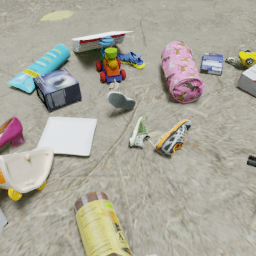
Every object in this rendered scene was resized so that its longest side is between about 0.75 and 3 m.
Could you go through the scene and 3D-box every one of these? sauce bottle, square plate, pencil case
[{"bbox_3d":[-0.373,2.675,5.804,0.918,0.918,2.837,-15,48,-16],"label":"sauce bottle"},{"bbox_3d":[-1.875,0.270,8.791,1.622,0.231,1.606,3,44,3],"label":"square plate"},{"bbox_3d":[2.043,-2.189,10.712,1.202,1.256,2.903,30,36,-27],"label":"pencil case"}]

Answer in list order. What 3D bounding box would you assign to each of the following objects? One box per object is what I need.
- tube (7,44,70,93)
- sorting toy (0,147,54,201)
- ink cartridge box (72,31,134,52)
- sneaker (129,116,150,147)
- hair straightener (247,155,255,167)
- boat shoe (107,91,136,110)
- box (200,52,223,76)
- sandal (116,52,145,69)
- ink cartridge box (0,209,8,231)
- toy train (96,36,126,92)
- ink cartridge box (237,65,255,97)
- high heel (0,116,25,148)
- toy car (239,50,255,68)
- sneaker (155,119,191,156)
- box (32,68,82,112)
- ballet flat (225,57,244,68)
[{"bbox_3d":[-3.474,-2.418,11.387,1.098,0.715,2.836,20,52,21],"label":"tube"},{"bbox_3d":[-3.254,1.099,7.170,1.871,1.110,2.078,0,1,16],"label":"sorting toy"},{"bbox_3d":[-1.130,-3.710,12.050,2.105,0.655,2.616,-17,24,-17],"label":"ink cartridge box"},{"bbox_3d":[0.456,0.158,8.812,0.567,0.492,1.279,21,53,7],"label":"sneaker"},{"bbox_3d":[3.931,1.177,7.881,1.174,0.240,0.452,26,50,19],"label":"hair straightener"},{"bbox_3d":[-0.278,-0.945,9.407,0.436,0.501,1.360,35,15,36],"label":"boat shoe"},{"bbox_3d":[3.598,-2.760,11.977,0.874,0.234,1.442,11,46,11],"label":"box"},{"bbox_3d":[0.120,-3.027,12.010,1.386,0.603,0.551,20,49,22],"label":"sandal"},{"bbox_3d":[-3.965,1.608,5.466,1.222,2.854,2.106,27,49,26],"label":"ink cartridge box"},{"bbox_3d":[-0.594,-2.416,10.768,1.022,1.397,2.415,-11,44,-10],"label":"toy train"},{"bbox_3d":[5.091,-1.859,10.686,1.472,0.610,1.073,-31,58,-28],"label":"ink cartridge box"},{"bbox_3d":[-4.059,0.431,8.030,2.158,1.035,0.727,-23,48,-22],"label":"high heel"},{"bbox_3d":[6.387,-2.820,11.758,2.905,0.648,2.733,31,51,28],"label":"toy car"},{"bbox_3d":[1.495,0.302,8.574,0.610,0.618,1.580,44,57,14],"label":"sneaker"},{"bbox_3d":[-2.556,-1.430,10.139,1.297,0.806,1.307,-24,46,-24],"label":"box"},{"bbox_3d":[4.592,-2.839,12.041,0.842,0.268,0.284,31,51,28],"label":"ballet flat"}]
